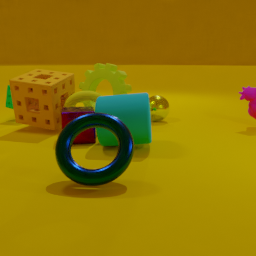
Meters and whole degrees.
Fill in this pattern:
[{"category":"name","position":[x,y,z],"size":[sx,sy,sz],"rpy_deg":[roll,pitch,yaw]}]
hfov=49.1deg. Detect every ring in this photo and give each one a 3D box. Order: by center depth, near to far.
[{"category":"ring","position":[-0.577,0.334,4.852],"size":[1.372,1.372,0.274],"rpy_deg":[0,-29,2]},{"category":"ring","position":[-1.195,-0.520,8.293],"size":[1.390,1.390,0.278],"rpy_deg":[-1,45,-6]}]

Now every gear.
[{"category":"gear","position":[-0.787,-1.098,9.097],"size":[1.937,1.937,0.358],"rpy_deg":[9,8,33]}]

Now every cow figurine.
[{"category":"cow figurine","position":[3.862,-0.757,8.595],"size":[1.049,1.066,0.585],"rpy_deg":[33,69,21]}]

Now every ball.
[{"category":"ball","position":[0.988,-0.674,9.631],"size":[0.889,0.889,0.889],"rpy_deg":[0,14,0]}]

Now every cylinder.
[{"category":"cylinder","position":[-0.075,-0.198,6.782],"size":[1.221,1.221,1.221],"rpy_deg":[-4,14,6]}]

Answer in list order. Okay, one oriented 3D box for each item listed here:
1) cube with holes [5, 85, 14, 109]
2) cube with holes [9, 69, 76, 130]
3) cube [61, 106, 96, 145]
[{"category":"cube with holes","position":[-3.665,-1.032,9.765],"size":[0.766,0.766,0.766],"rpy_deg":[1,-6,14]},{"category":"cube with holes","position":[-2.518,-0.916,8.528],"size":[1.339,1.339,1.339],"rpy_deg":[10,27,15]},{"category":"cube","position":[-1.306,-0.084,7.385],"size":[0.837,0.837,0.837],"rpy_deg":[-3,14,-11]}]
